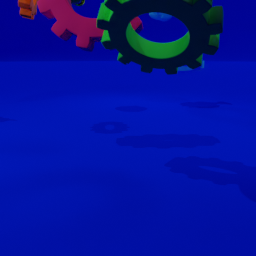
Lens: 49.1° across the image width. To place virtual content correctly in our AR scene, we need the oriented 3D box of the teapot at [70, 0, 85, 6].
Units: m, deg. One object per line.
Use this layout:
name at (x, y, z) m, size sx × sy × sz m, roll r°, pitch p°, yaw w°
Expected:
teapot at (-1.718, -4.218, 7.963) m, size 1.148 × 0.904 × 1.846 m, roll 25°, pitch -15°, yaw 28°

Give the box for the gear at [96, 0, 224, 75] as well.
gear at (0.394, -1.263, 3.592) m, size 1.543 × 0.285 × 1.543 m, roll 9°, pitch -24°, yaw 4°

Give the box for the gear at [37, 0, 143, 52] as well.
gear at (-0.549, -2.360, 4.807) m, size 1.988 × 1.988 × 0.368 m, roll 2°, pitch 5°, yaw 6°

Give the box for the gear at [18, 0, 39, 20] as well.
gear at (-2.016, -2.907, 5.801) m, size 0.224 × 1.209 × 1.209 m, roll 10°, pitch 13°, yaw -12°

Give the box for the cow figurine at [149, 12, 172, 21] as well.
cow figurine at (1.536, -3.947, 9.178) m, size 1.343 × 0.749 × 1.365 m, roll 28°, pitch 65°, yaw 14°

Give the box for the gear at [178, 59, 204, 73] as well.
gear at (1.921, -2.189, 9.751) m, size 1.395 × 0.258 × 1.395 m, roll 3°, pitch 0°, yaw 0°
